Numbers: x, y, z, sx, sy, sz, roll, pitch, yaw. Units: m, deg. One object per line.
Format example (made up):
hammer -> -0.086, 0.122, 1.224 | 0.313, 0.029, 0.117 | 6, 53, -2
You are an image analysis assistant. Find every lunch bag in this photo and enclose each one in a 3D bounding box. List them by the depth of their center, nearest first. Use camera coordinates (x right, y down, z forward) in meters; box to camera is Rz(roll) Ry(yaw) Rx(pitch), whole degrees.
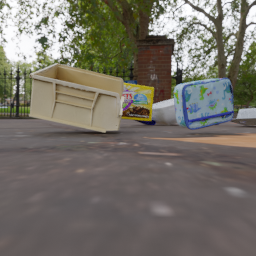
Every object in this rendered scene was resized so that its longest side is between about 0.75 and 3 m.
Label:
lunch bag -> 1.419, -0.441, 5.165 | 1.097, 0.882, 0.452 | -10, 11, -19

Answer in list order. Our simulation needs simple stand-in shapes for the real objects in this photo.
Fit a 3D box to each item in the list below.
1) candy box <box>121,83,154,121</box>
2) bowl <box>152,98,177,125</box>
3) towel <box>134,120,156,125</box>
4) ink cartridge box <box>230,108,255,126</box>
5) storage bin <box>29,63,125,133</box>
candy box -> -0.227, -0.875, 8.974 | 2.291, 1.171, 0.303 | 4, -1, -27
bowl -> 1.818, -0.693, 11.054 | 2.138, 0.798, 2.135 | -16, 8, -15
towel -> 0.579, -0.307, 11.006 | 0.810, 0.272, 1.097 | 26, -3, -10
ink cartridge box -> 4.233, -0.345, 8.801 | 1.715, 0.371, 1.684 | 0, -6, 44
storage bin -> -0.880, -0.643, 5.539 | 1.634, 0.772, 1.646 | 12, 18, -3
